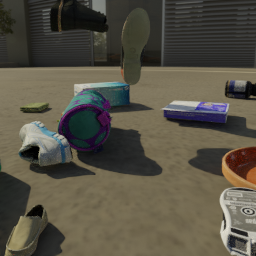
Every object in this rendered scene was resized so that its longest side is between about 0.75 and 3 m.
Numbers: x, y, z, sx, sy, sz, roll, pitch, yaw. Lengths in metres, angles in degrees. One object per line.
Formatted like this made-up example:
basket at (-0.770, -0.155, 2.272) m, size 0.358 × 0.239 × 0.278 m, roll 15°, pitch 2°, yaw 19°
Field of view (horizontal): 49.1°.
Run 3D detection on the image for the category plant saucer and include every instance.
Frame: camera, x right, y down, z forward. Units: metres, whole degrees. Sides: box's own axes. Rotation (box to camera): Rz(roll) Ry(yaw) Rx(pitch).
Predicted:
plant saucer at (2.952, 0.884, 4.998) m, size 2.434 × 0.393 × 2.434 m, roll 0°, pitch 16°, yaw 0°

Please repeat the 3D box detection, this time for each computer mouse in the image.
computer mouse at (1.477, 1.347, 3.309) m, size 1.039 × 0.416 × 1.895 m, roll 2°, pitch 20°, yaw 16°

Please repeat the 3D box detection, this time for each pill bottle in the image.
pill bottle at (6.004, -2.050, 14.819) m, size 1.607 × 0.899 × 0.899 m, roll 7°, pitch 17°, yaw 24°

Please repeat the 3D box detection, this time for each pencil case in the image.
pencil case at (-1.106, -0.319, 7.822) m, size 1.332 × 1.226 × 2.881 m, roll -16°, pitch 17°, yaw -2°

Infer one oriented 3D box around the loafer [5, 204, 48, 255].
loafer at (-1.293, 1.297, 3.580) m, size 0.355 × 0.321 × 0.939 m, roll 0°, pitch 15°, yaw 1°

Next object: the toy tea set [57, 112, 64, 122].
toy tea set at (-1.807, -0.376, 9.542) m, size 1.163 × 0.431 × 0.692 m, roll -1°, pitch 15°, yaw -4°

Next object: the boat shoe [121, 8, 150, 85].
boat shoe at (0.226, -3.071, 10.681) m, size 0.999 × 2.806 × 0.878 m, roll 4°, pitch 25°, yaw -3°

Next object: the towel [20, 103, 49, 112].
towel at (-3.918, -0.873, 11.794) m, size 0.894 × 0.220 × 1.205 m, roll 1°, pitch 16°, yaw 6°

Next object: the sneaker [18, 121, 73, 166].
sneaker at (-2.141, 0.365, 6.347) m, size 0.862 × 0.746 × 1.989 m, roll -20°, pitch 24°, yaw -39°

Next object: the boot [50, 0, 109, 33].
boot at (-1.409, -3.599, 8.845) m, size 1.662 × 0.931 × 2.403 m, roll 5°, pitch 46°, yaw -5°

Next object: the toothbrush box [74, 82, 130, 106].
toothbrush box at (-1.215, -1.556, 12.897) m, size 2.205 × 0.941 × 1.614 m, roll -7°, pitch 17°, yaw -24°

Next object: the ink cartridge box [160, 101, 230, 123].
ink cartridge box at (2.476, -0.587, 10.183) m, size 2.201 × 0.482 × 2.222 m, roll 6°, pitch 14°, yaw 21°
